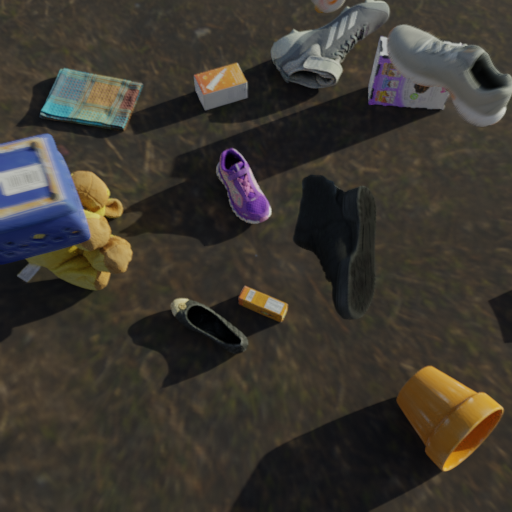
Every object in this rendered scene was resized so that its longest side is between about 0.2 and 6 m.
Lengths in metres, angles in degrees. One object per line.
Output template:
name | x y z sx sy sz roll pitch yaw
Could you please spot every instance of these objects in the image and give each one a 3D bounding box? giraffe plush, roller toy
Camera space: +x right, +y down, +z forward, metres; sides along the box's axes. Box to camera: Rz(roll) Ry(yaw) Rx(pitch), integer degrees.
giraffe plush | -3.580 -0.726 11.116 2.626 2.266 2.130 -14 45 33
roller toy | 1.207 -4.465 9.473 0.568 0.622 0.435 -30 51 8

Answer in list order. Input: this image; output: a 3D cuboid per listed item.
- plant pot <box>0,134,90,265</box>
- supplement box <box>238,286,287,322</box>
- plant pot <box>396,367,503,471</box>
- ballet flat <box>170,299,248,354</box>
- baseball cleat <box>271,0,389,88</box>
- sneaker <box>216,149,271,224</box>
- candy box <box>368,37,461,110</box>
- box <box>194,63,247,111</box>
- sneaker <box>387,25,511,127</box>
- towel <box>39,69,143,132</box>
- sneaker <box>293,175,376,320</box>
plant pot | -3.167 -0.819 7.671 1.377 1.238 1.377 -18 78 -17
supplement box | 0.132 0.946 10.940 0.941 0.313 0.324 24 63 12
plant pot | 3.177 2.656 9.548 1.432 1.432 1.311 -34 51 -16
ballet flat | -0.881 1.269 10.666 1.730 0.492 0.575 29 66 14
baseball cleat | 2.021 -5.072 13.773 3.211 1.120 1.709 -24 72 -2
sneaker | -0.311 -1.544 11.949 0.754 0.829 1.875 -24 66 -13
candy box | 3.616 -4.172 12.910 1.822 1.528 0.652 6 63 3
box | -0.844 -4.049 13.405 1.113 0.542 0.692 -20 64 -10
sneaker | 2.915 -2.898 8.312 2.139 0.984 0.810 39 81 12
towel | -3.948 -3.768 13.443 2.108 0.229 1.546 11 64 5
sneaker | 1.096 -0.184 8.294 1.247 0.718 2.390 -10 62 41
